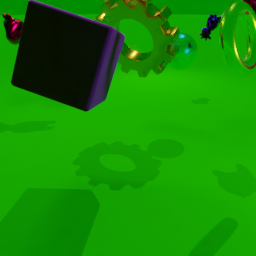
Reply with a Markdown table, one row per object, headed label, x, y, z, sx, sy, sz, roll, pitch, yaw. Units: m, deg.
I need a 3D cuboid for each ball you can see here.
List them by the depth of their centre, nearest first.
| label | x | y | z | sx | sy | sz | roll | pitch | yaw |
| --- | --- | --- | --- | --- | --- | --- | --- | --- | --- |
| ball | 1.370 | -2.030 | 7.445 | 0.957 | 0.957 | 0.957 | 0 | 24 | 0 |

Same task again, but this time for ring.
| label | x | y | z | sx | sy | sz | roll | pitch | yaw |
| --- | --- | --- | --- | --- | --- | --- | --- | --- | --- |
| ring | 1.885 | -1.470 | 4.651 | 1.214 | 1.214 | 0.243 | -23 | 17 | -41 |

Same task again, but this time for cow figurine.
| label | x | y | z | sx | sy | sz | roll | pitch | yaw |
| --- | --- | --- | --- | --- | --- | --- | --- | --- | --- |
| cow figurine | -2.881 | -3.057 | 8.673 | 1.719 | 1.691 | 0.943 | -41 | 4 | -8 |
| cow figurine | 3.235 | -3.928 | 10.971 | 0.528 | 0.946 | 0.961 | 32 | 34 | 19 |

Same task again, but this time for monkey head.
| label | x | y | z | sx | sy | sz | roll | pitch | yaw |
| --- | --- | --- | --- | --- | --- | --- | --- | --- | --- |
| monkey head | 2.908 | -2.690 | 6.223 | 0.869 | 1.037 | 1.441 | -4 | 54 | -12 |

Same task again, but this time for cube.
| label | x | y | z | sx | sy | sz | roll | pitch | yaw |
| --- | --- | --- | --- | --- | --- | --- | --- | --- | --- |
| cube | -0.986 | -1.249 | 5.000 | 1.380 | 1.380 | 1.380 | 20 | 15 | 3 |

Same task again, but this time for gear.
| label | x | y | z | sx | sy | sz | roll | pitch | yaw |
| --- | --- | --- | --- | --- | --- | --- | --- | --- | --- |
| gear | 0.185 | -2.216 | 6.809 | 2.096 | 2.096 | 0.388 | 13 | 50 | 26 |
